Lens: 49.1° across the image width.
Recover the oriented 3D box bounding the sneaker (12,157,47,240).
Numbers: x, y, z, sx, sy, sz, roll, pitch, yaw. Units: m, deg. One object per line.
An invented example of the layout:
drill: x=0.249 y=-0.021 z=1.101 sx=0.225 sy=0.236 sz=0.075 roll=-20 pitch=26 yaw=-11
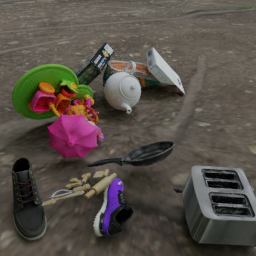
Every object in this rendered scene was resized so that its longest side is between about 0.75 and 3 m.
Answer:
sneaker: x=-2.122 y=1.420 z=5.768 sx=0.621 sy=0.881 sz=1.659 roll=-13 pitch=42 yaw=-24

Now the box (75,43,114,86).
box: x=-1.542 y=-1.889 z=9.987 sx=2.203 sy=0.507 sz=1.751 roll=-35 pitch=21 yaw=33

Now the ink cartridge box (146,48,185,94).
ink cartridge box: x=1.438 y=-2.130 z=10.942 sx=0.508 sy=1.781 sz=1.448 roll=-32 pitch=34 yaw=22

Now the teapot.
teapot: x=-0.061 y=-1.324 z=9.425 sx=1.374 sy=1.392 sz=1.017 roll=-39 pitch=12 yaw=-31

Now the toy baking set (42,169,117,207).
toy baking set: x=-1.013 y=1.321 z=6.058 sx=1.229 sy=0.186 sz=1.602 roll=-12 pitch=11 yaw=32

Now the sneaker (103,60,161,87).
sneaker: x=0.170 y=-1.931 z=11.038 sx=2.644 sy=1.057 sz=0.944 roll=2 pitch=44 yaw=-34

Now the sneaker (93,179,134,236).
sneaker: x=-0.176 y=1.608 z=5.781 sx=0.681 sy=0.476 sz=1.368 roll=-12 pitch=34 yaw=23

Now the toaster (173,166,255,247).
toaster: x=1.762 y=1.493 z=5.469 sx=1.475 sy=0.875 sz=1.334 roll=4 pitch=37 yaw=-3

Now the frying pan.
frying pan: x=0.133 y=0.736 z=6.529 sx=2.075 sy=0.338 sz=1.255 roll=-21 pitch=9 yaw=-13

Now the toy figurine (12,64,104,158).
toy figurine: x=-1.581 y=-0.206 z=8.018 sx=2.708 sy=2.033 sz=2.493 roll=7 pitch=37 yaw=-49
